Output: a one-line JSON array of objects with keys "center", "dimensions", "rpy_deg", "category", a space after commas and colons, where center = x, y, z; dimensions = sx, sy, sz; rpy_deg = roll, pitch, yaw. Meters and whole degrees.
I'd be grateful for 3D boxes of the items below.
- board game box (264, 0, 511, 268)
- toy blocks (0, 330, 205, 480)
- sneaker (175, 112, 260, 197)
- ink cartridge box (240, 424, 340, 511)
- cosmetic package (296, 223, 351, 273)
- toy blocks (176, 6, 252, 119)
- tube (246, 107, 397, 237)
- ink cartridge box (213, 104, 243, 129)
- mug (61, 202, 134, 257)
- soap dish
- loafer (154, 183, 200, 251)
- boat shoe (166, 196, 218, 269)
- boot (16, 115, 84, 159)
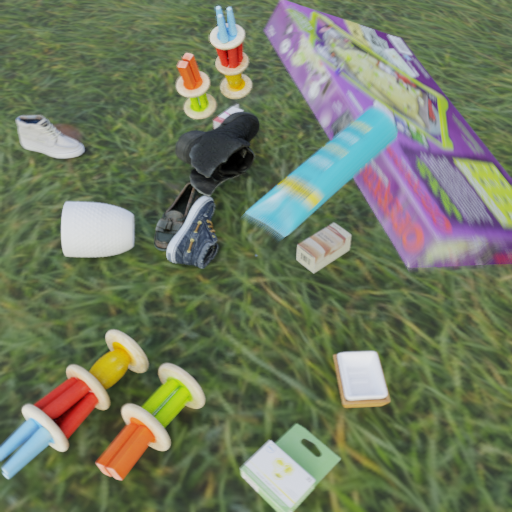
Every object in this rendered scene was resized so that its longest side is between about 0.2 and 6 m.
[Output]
[{"center": [2.242, -1.938, 8.543], "dimensions": [2.884, 0.776, 4.806], "rpy_deg": [3, 52, -38], "category": "board game box"}, {"center": [-2.312, 2.479, 8.213], "dimensions": [2.097, 0.914, 2.517], "rpy_deg": [26, 50, 25], "category": "toy blocks"}, {"center": [-0.583, -2.433, 13.016], "dimensions": [1.667, 0.960, 3.196], "rpy_deg": [30, 42, 29], "category": "sneaker"}, {"center": [0.514, 3.020, 8.118], "dimensions": [0.895, 0.295, 1.230], "rpy_deg": [34, 56, 31], "category": "ink cartridge box"}, {"center": [1.361, -0.169, 11.268], "dimensions": [1.040, 0.454, 0.538], "rpy_deg": [-32, 52, -28], "category": "cosmetic package"}, {"center": [-0.832, -3.501, 10.135], "dimensions": [1.482, 1.779, 0.646], "rpy_deg": [-32, 62, -11], "category": "toy blocks"}, {"center": [0.804, -0.968, 6.530], "dimensions": [1.935, 0.488, 0.749], "rpy_deg": [-42, 38, -12], "category": "tube"}, {"center": [-0.641, -3.422, 14.499], "dimensions": [0.361, 0.624, 1.071], "rpy_deg": [25, 49, 23], "category": "ink cartridge box"}, {"center": [-3.137, -0.558, 11.350], "dimensions": [1.303, 1.097, 1.486], "rpy_deg": [1, 13, -9], "category": "mug"}, {"center": [1.681, 2.014, 9.069], "dimensions": [0.746, 0.385, 0.949], "rpy_deg": [-3, 45, -3], "category": "soap dish"}, {"center": [-1.710, -0.878, 11.912], "dimensions": [0.651, 0.570, 1.811], "rpy_deg": [12, 45, 12], "category": "loafer"}, {"center": [-1.066, -0.465, 11.498], "dimensions": [0.821, 0.640, 1.808], "rpy_deg": [16, 53, 15], "category": "boat shoe"}, {"center": [-5.155, -2.989, 13.898], "dimensions": [1.743, 0.833, 0.641], "rpy_deg": [11, 45, 11], "category": "boot"}]
